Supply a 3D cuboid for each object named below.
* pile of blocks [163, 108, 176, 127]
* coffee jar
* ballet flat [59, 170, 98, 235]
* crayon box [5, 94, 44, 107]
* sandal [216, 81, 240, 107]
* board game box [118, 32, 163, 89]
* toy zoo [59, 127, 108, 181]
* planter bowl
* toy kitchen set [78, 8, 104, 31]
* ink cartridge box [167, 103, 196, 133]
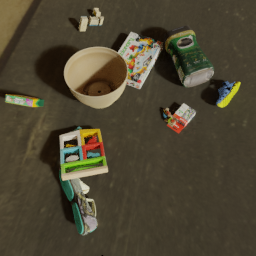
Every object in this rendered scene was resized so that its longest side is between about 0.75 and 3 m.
[{"bbox_3d":[1.543,-0.450,10.773,0.346,0.262,0.842,-22,61,-9],"label":"pile of blocks"},{"bbox_3d":[2.448,-3.035,11.659,1.347,1.102,2.583,-18,64,0],"label":"coffee jar"},{"bbox_3d":[-1.568,2.309,9.170,0.833,0.833,2.316,-22,63,-11],"label":"ballet flat"},{"bbox_3d":[-3.887,-1.035,10.596,1.083,0.935,0.316,10,96,7],"label":"crayon box"},{"bbox_3d":[3.870,-1.388,11.170,0.634,0.579,1.456,30,60,25],"label":"sandal"},{"bbox_3d":[0.313,-2.936,11.991,1.567,0.430,2.482,22,65,12],"label":"board game box"},{"bbox_3d":[-1.601,0.735,9.745,1.496,0.233,2.280,-9,43,-7],"label":"toy zoo"},{"bbox_3d":[-1.152,-1.704,10.726,2.302,1.549,2.302,0,62,0],"label":"planter bowl"},{"bbox_3d":[-1.821,-5.100,13.130,1.131,0.666,0.906,-11,61,-29],"label":"toy kitchen set"},{"bbox_3d":[2.049,-0.377,10.740,0.599,0.277,1.099,36,68,20],"label":"ink cartridge box"}]
